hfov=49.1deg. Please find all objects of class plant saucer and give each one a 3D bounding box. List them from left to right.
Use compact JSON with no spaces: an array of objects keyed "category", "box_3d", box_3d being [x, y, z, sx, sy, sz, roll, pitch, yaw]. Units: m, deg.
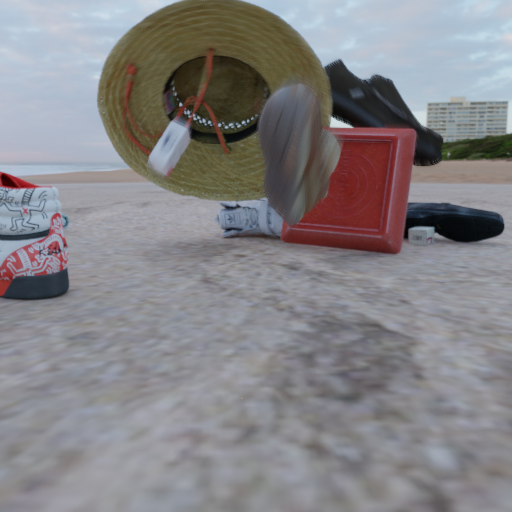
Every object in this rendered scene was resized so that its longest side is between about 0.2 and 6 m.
[{"category":"plant saucer","box_3d":[1.504,-1.212,9.620,2.164,2.160,0.397,7,-4,24]}]

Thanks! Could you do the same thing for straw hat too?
[{"category":"straw hat","box_3d":[-0.708,-3.153,10.751,4.279,4.279,1.811,1,41,6]}]

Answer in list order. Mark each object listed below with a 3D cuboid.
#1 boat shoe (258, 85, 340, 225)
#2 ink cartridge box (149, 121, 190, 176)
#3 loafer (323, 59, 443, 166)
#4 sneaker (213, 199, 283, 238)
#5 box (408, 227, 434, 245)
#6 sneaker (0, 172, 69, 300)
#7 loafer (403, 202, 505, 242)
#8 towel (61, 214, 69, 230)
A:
[{"category":"boat shoe","box_3d":[0.480,-1.077,5.809,0.690,0.727,1.921,-31,-21,-14]},{"category":"ink cartridge box","box_3d":[-1.510,-1.874,9.825,0.331,0.785,0.568,29,-11,3]},{"category":"loafer","box_3d":[2.275,-2.824,10.480,3.143,1.121,1.147,40,5,23]},{"category":"sneaker","box_3d":[-0.006,-0.738,11.464,1.345,0.879,2.340,-7,9,-20]},{"category":"box","box_3d":[3.206,-0.389,10.868,0.357,0.304,0.559,4,10,32]},{"category":"sneaker","box_3d":[-3.529,-0.286,6.655,2.694,1.444,0.899,2,9,10]},{"category":"loafer","box_3d":[3.815,-0.792,11.157,2.146,0.781,0.776,7,48,28]},{"category":"towel","box_3d":[-5.479,-0.737,12.465,1.732,0.487,2.024,10,13,44]}]
